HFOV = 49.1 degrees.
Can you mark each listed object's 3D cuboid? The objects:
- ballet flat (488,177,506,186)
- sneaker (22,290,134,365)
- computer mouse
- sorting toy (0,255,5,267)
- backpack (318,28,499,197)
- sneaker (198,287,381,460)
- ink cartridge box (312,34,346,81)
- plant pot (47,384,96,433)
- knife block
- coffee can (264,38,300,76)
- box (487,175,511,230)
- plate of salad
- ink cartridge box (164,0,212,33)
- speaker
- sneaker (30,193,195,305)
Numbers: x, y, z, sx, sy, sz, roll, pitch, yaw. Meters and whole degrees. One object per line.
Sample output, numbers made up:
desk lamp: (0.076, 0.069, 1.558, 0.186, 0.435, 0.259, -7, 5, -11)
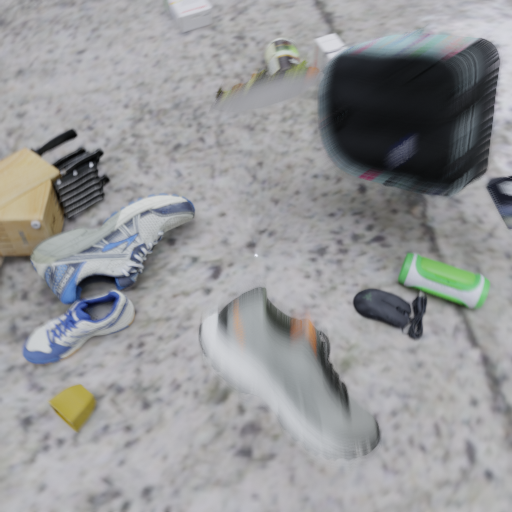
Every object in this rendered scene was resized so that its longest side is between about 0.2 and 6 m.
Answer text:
ballet flat: (5.662, -1.224, 11.535, 0.652, 0.652, 1.786, -40, 67, -21)
sneaker: (-3.235, 1.178, 9.962, 2.063, 0.909, 0.777, -28, 65, -14)
computer mouse: (2.496, 0.933, 10.416, 1.366, 0.360, 0.946, 15, 62, 9)
sorting toy: (-5.845, 0.486, 10.544, 1.794, 0.434, 3.187, 3, 46, -4)
backpack: (2.449, -2.406, 9.216, 2.735, 2.428, 2.059, 14, 35, 34)
sneaker: (0.586, 1.419, 6.569, 2.648, 0.979, 1.050, 41, 108, -16)
ink cartridge box: (1.871, -4.424, 13.209, 0.545, 0.944, 1.298, -22, 62, -12)
plant pot: (-3.037, 2.504, 9.412, 0.564, 0.560, 0.577, 34, 59, 18)
knife block: (-4.717, -1.398, 11.269, 3.301, 1.056, 2.897, -2, 50, -4)
coffee can: (0.658, -4.516, 13.347, 0.793, 0.793, 1.084, -7, 60, -4)
box: (4.510, -0.976, 9.471, 0.861, 0.854, 0.531, -27, 55, 24)
plate of salad: (0.141, -2.665, 8.828, 1.825, 1.825, 0.438, -16, 98, -9)
ink cartridge box: (-1.791, -6.512, 14.678, 0.888, 0.515, 1.226, -23, 62, -13)
speaker: (3.504, 0.467, 10.517, 1.550, 0.685, 0.685, 19, 62, 11)
sneaker: (-2.495, -0.057, 10.671, 3.172, 1.222, 1.351, -27, 78, -13)
